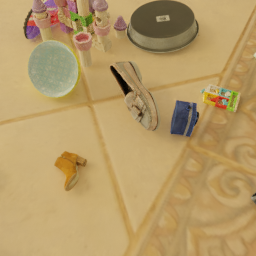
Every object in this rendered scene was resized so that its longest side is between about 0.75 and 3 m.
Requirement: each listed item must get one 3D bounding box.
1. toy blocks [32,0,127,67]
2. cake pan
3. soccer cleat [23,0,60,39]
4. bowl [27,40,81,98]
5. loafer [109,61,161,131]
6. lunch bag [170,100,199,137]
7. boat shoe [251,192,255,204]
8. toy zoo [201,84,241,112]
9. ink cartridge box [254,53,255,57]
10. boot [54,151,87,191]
[{"bbox_3d":[-1.605,-4.328,10.103,2.760,2.486,2.953,33,60,22],"label":"toy blocks"},{"bbox_3d":[1.340,-4.085,10.965,2.873,0.527,2.873,-3,55,5],"label":"cake pan"},{"bbox_3d":[-3.198,-4.462,11.244,0.990,0.923,2.706,21,55,4],"label":"soccer cleat"},{"bbox_3d":[-2.238,-1.893,9.117,1.764,1.764,0.949,14,13,10],"label":"bowl"},{"bbox_3d":[0.120,-0.975,8.336,0.826,0.944,2.626,-2,53,-27],"label":"loafer"},{"bbox_3d":[1.641,-0.290,8.000,0.698,1.055,0.717,9,51,3],"label":"lunch bag"},{"bbox_3d":[3.943,1.239,6.991,2.280,0.842,0.779,-38,77,-14],"label":"boat shoe"},{"bbox_3d":[2.963,-1.010,9.110,1.229,0.126,0.806,19,56,13],"label":"toy zoo"},{"bbox_3d":[5.306,-2.580,10.223,0.916,0.285,1.139,-42,84,-21],"label":"ink cartridge box"},{"bbox_3d":[-1.645,1.120,7.423,0.768,0.378,1.073,14,51,17],"label":"boot"}]
